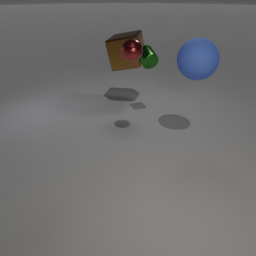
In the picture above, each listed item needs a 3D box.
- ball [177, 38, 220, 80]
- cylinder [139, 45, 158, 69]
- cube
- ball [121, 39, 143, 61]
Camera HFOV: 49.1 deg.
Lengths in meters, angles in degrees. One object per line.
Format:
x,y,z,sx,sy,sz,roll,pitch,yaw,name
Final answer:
2.358,-2.314,9.446,1.400,1.400,1.400,0,27,0,ball
0.789,-2.877,11.384,0.700,0.700,0.700,-10,51,-19,cylinder
-0.057,-3.581,12.933,1.400,1.400,1.400,-3,29,19,cube
0.125,-2.477,8.902,0.700,0.700,0.700,0,27,0,ball
